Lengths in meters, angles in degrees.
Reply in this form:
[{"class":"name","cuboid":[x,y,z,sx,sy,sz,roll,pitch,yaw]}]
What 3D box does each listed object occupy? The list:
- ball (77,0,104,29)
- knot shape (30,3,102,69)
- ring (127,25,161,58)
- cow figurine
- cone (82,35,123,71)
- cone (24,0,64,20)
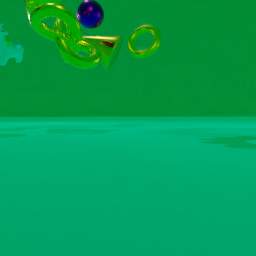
[{"class":"ball","cuboid":[-1.379,-4.170,10.288,1.006,1.006,1.006,0,2,0]},{"class":"knot shape","cuboid":[-1.553,-2.249,6.758,1.853,0.856,1.734,43,-3,38]},{"class":"ring","cuboid":[0.647,-3.489,11.312,1.458,1.458,0.292,1,-15,27]},{"class":"cow figurine","cuboid":[-3.319,-2.347,7.588,0.704,1.262,1.283,39,34,14]},{"class":"cone","cuboid":[-1.220,-3.386,11.482,1.551,1.545,1.545,26,3,0]},{"class":"cone","cuboid":[-2.095,-3.764,7.714,1.525,1.519,1.519,-14,6,-15]}]
